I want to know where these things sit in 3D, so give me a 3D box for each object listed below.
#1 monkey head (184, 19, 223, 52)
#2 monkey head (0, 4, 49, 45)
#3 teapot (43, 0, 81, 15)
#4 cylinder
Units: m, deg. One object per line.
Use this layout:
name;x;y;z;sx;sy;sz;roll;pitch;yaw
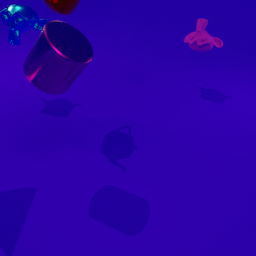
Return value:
monkey head;2.361;-2.935;8.971;1.329;0.956;0.801;20;14;30
monkey head;-3.169;-3.038;8.237;1.546;1.112;0.931;15;25;8
teapot;-1.509;-3.178;6.311;0.869;1.104;1.775;-26;7;22
cylinder;-1.258;-1.242;5.063;0.948;0.948;0.948;25;45;-28
